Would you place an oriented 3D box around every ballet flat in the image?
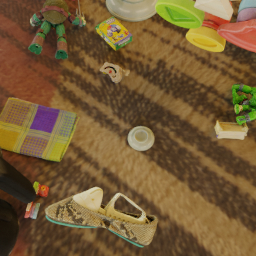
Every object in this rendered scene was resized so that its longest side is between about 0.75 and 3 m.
[{"bbox_3d":[-0.324,1.287,4.326,1.786,0.606,0.672,24,92,-18],"label":"ballet flat"}]

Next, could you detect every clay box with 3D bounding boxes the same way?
[{"bbox_3d":[-0.527,-3.339,9.712,0.749,0.310,1.303,-35,70,-16],"label":"clay box"}]

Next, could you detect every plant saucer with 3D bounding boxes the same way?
[{"bbox_3d":[0.380,0.265,8.031,0.770,0.193,0.770,0,64,0],"label":"plant saucer"},{"bbox_3d":[0.199,-4.864,10.347,2.058,0.517,2.058,0,64,0],"label":"plant saucer"}]

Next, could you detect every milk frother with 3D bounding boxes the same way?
[{"bbox_3d":[-3.868,1.300,5.962,2.982,2.805,2.692,32,71,23],"label":"milk frother"}]

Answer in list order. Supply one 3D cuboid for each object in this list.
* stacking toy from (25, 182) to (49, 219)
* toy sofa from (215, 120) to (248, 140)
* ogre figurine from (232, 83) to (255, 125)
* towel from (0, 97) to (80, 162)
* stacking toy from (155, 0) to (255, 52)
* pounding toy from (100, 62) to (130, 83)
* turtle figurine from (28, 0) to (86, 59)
[{"bbox_3d":[-2.240,1.787,6.976,0.386,0.826,0.913,16,63,-14],"label":"stacking toy"},{"bbox_3d":[2.966,0.054,8.088,0.854,0.417,0.354,2,39,1],"label":"toy sofa"},{"bbox_3d":[3.587,-0.769,8.284,0.864,0.707,1.441,-4,35,13],"label":"ogre figurine"},{"bbox_3d":[-2.732,0.010,8.117,2.285,0.260,1.641,15,64,7],"label":"towel"},{"bbox_3d":[2.134,-2.727,6.333,2.721,2.464,1.149,28,96,54],"label":"stacking toy"},{"bbox_3d":[-0.406,-1.725,8.980,0.904,0.519,0.517,21,94,20],"label":"pounding toy"},{"bbox_3d":[-2.455,-3.618,9.406,1.877,1.263,2.508,4,70,2],"label":"turtle figurine"}]
